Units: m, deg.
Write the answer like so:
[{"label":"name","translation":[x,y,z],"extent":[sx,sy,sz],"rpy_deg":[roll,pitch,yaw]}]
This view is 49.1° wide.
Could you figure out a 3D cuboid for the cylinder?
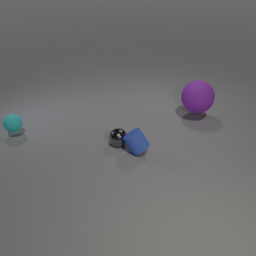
[{"label":"cylinder","translation":[0.298,0.474,9.894],"extent":[0.700,0.700,0.700],"rpy_deg":[-32,15,10]}]

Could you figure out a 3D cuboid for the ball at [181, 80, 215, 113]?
[{"label":"ball","translation":[2.981,-1.328,11.952],"extent":[1.400,1.400,1.400],"rpy_deg":[0,30,0]}]

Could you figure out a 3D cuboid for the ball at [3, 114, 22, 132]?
[{"label":"ball","translation":[-4.483,-0.187,10.875],"extent":[0.700,0.700,0.700],"rpy_deg":[0,30,0]}]

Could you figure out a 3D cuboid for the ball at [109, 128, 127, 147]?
[{"label":"ball","translation":[-0.358,0.355,10.381],"extent":[0.700,0.700,0.700],"rpy_deg":[0,30,0]}]
